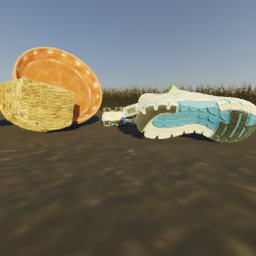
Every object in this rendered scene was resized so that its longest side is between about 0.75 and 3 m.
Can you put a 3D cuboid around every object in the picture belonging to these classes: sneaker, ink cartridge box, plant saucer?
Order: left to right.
[{"bbox_3d":[-1.953,-1.195,7.972,2.548,2.548,0.411,-3,-28,-38],"label":"plant saucer"},{"bbox_3d":[0.538,-0.854,12.765,1.958,0.559,1.592,-20,4,-43],"label":"ink cartridge box"},{"bbox_3d":[1.130,-0.320,4.591,2.068,0.775,0.896,5,33,-8],"label":"sneaker"}]

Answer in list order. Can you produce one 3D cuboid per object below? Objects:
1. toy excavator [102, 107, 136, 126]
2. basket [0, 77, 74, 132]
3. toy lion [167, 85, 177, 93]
[{"bbox_3d":[-0.254,-0.306,9.199,1.114,0.572,1.145,-2,-8,3],"label":"toy excavator"},{"bbox_3d":[-1.912,-0.398,5.757,0.983,0.941,1.319,-2,-8,38],"label":"basket"},{"bbox_3d":[1.403,-1.020,10.979,0.496,1.385,1.445,35,-6,0],"label":"toy lion"}]
